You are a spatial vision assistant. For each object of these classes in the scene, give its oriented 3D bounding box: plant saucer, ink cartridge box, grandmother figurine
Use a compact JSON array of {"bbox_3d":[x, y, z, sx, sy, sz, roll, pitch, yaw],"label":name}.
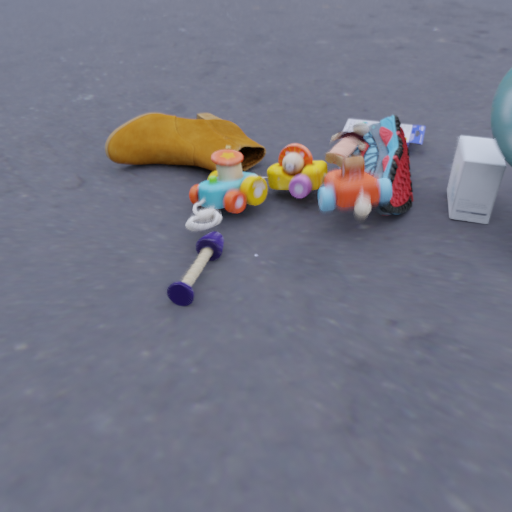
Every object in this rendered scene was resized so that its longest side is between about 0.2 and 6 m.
[{"bbox_3d":[4.317,-1.988,7.881,1.933,1.933,0.265,0,4,1],"label":"plant saucer"},{"bbox_3d":[2.678,-2.518,11.854,1.671,0.351,0.997,8,35,16],"label":"ink cartridge box"},{"bbox_3d":[1.627,-1.994,9.843,0.643,0.321,1.060,33,61,20],"label":"grandmother figurine"}]

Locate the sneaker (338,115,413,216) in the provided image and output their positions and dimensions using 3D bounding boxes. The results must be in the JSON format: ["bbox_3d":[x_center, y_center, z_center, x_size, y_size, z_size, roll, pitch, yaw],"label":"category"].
[{"bbox_3d":[2.102,-1.479,10.048,1.241,1.031,2.599,-15,33,24],"label":"sneaker"}]

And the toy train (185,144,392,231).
[{"bbox_3d":[0.402,-1.248,9.018,3.191,0.887,2.397,-8,22,-2],"label":"toy train"}]

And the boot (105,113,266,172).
[{"bbox_3d":[-1.302,-2.035,10.643,2.660,0.936,1.904,-21,42,-29],"label":"boot"}]

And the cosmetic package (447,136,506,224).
[{"bbox_3d":[3.646,-1.291,9.377,0.664,1.080,1.077,10,35,9],"label":"cosmetic package"}]

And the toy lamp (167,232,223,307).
[{"bbox_3d":[-0.807,0.119,7.941,0.420,0.420,1.443,8,35,12],"label":"toy lamp"}]
